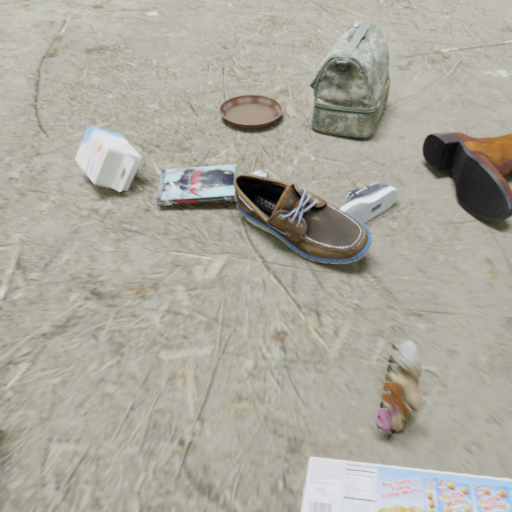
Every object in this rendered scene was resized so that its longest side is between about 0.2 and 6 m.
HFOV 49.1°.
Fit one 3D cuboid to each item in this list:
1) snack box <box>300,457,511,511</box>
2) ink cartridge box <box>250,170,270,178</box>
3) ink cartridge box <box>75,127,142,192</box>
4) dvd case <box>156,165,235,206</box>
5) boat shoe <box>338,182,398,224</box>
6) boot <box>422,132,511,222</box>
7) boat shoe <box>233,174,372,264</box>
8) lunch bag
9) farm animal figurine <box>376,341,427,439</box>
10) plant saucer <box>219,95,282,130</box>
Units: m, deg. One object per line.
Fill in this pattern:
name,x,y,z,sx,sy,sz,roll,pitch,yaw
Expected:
snack box,1.871,2.968,6.639,2.602,0.316,0.935,2,27,12
ink cartridge box,-0.042,-1.403,11.950,0.985,0.216,0.995,-24,47,-24
ink cartridge box,-3.135,-2.042,11.966,0.827,0.849,1.321,8,27,-44
dvd case,-1.247,-1.503,11.867,1.632,0.180,1.192,-4,41,3
boat shoe,2.084,-1.068,11.279,1.767,0.634,0.599,-28,48,-30
boot,5.621,-1.821,12.142,3.105,1.063,2.924,-5,34,-17
boat shoe,0.706,-0.736,10.362,2.962,1.072,1.070,22,75,31
lunch bag,2.400,-4.424,13.919,1.728,2.081,2.481,15,44,16
farm animal figurine,2.000,1.829,7.530,0.575,1.102,1.090,11,60,15
plant saucer,-0.134,-3.678,14.456,1.628,0.280,1.628,-1,41,1
